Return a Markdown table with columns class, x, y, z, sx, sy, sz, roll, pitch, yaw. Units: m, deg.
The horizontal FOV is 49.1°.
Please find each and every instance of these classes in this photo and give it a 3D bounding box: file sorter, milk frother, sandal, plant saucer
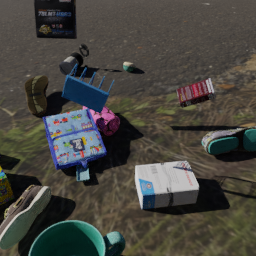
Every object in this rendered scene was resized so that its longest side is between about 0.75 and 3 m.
| class | x | y | z | sx | sy | sz | roll | pitch | yaw |
| --- | --- | --- | --- | --- | --- | --- | --- | --- | --- |
| file sorter | -1.085 | -1.112 | 7.750 | 1.187 | 0.824 | 0.728 | 24 | 50 | -6 |
| milk frother | -2.985 | -3.876 | 15.844 | 1.360 | 1.507 | 1.417 | 12 | 37 | 10 |
| sandal | -4.212 | -1.481 | 13.182 | 1.124 | 0.751 | 2.750 | -10 | 51 | -13 |
| plant saucer | -1.525 | 1.417 | 9.407 | 0.397 | 0.108 | 1.137 | -8 | 31 | -8 |

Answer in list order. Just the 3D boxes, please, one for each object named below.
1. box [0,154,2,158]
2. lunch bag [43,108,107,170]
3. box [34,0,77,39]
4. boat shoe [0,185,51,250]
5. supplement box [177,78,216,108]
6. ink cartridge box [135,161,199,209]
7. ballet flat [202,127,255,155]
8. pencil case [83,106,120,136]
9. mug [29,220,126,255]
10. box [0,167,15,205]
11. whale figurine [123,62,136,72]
| class | x | y | z | sx | sy | sz | roll | pitch | yaw |
| --- | --- | --- | --- | --- | --- | --- | --- | --- | --- |
| box | -5.081 | 0.898 | 9.847 | 0.948 | 0.544 | 0.626 | 12 | 37 | 17 |
| lunch bag | -1.911 | 0.544 | 10.123 | 1.766 | 1.104 | 2.347 | -14 | 48 | -18 |
| box | -2.573 | -3.944 | 9.997 | 1.439 | 1.428 | 0.358 | 3 | 22 | 2 |
| boat shoe | -2.926 | 2.330 | 7.640 | 0.639 | 0.771 | 2.146 | 11 | 32 | 15 |
| supplement box | 2.548 | -1.294 | 10.503 | 1.306 | 0.398 | 0.711 | -16 | 56 | 19 |
| ink cartridge box | 1.132 | 1.707 | 8.537 | 1.678 | 0.721 | 1.229 | -3 | 36 | -7 |
| ballet flat | 4.008 | 0.371 | 10.314 | 2.784 | 1.001 | 1.001 | -6 | 35 | -10 |
| pencil case | -1.083 | -0.524 | 11.589 | 0.942 | 0.913 | 2.011 | -24 | 44 | -22 |
| mug | -1.108 | 3.077 | 6.179 | 1.932 | 1.195 | 1.588 | 6 | 35 | 8 |
| box | -4.471 | 1.707 | 8.365 | 1.472 | 0.932 | 1.528 | -26 | 42 | -30 |
| whale figurine | 0.106 | -3.544 | 16.345 | 0.786 | 0.513 | 0.988 | 18 | 15 | 17 |
